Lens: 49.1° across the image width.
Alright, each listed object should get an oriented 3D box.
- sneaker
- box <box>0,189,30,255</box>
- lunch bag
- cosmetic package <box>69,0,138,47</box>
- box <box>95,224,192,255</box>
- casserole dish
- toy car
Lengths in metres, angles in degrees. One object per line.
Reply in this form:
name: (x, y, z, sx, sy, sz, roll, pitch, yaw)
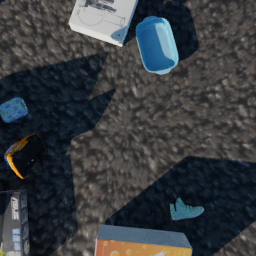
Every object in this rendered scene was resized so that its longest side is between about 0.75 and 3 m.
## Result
sneaker: (1.784, 2.410, 8.558, 1.021, 0.376, 0.602, -14, 93, 2)
box: (-4.043, 3.202, 8.390, 2.036, 0.620, 2.526, -4, 87, 1)
lunch bag: (-3.579, -0.552, 8.759, 0.797, 0.329, 0.641, -27, 86, -2)
cosmetic package: (-0.628, -3.982, 8.825, 1.746, 0.598, 2.316, 19, 87, -2)
box: (0.362, 3.872, 8.036, 2.601, 1.268, 1.618, 5, 88, 1)
casserole dish: (0.901, -2.573, 8.858, 1.133, 0.363, 1.871, -14, 86, -1)
toy car: (-3.466, 0.304, 7.684, 0.918, 2.759, 1.353, -2, 54, 25)
